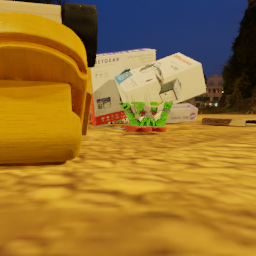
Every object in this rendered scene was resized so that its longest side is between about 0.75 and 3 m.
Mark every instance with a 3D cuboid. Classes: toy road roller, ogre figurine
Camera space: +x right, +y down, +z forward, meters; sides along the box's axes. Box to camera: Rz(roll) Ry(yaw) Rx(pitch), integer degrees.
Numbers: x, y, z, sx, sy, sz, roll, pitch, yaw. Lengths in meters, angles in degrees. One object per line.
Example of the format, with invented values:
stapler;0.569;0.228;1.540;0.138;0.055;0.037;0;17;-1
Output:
toy road roller;-1.363;-0.262;3.904;1.760;2.091;2.865;0;-33;-14
ogre figurine;0.562;-0.355;8.315;1.447;0.868;0.710;-3;9;-17

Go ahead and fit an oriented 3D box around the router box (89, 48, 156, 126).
router box;-0.248;-1.607;10.607;2.761;2.478;0.675;-16;26;-28

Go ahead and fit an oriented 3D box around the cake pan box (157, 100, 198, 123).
cake pan box;1.537;-1.022;13.466;2.842;0.743;2.617;-3;27;-24

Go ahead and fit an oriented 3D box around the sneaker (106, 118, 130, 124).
sneaker;-0.382;-0.705;13.345;0.945;1.020;2.516;1;2;44

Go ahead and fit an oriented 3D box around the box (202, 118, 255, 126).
box;4.908;-0.276;11.992;2.263;0.295;2.769;-1;3;-20

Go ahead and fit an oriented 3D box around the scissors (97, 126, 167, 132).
scissors;0.046;0.020;8.143;0.911;0.173;2.491;-4;3;-35

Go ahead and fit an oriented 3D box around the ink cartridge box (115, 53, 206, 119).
ink cartridge box;1.020;-1.474;9.441;2.537;1.090;1.858;-23;28;-4

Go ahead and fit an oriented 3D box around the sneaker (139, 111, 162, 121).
sneaker;0.934;-0.367;11.386;0.928;0.590;1.627;-2;3;24
